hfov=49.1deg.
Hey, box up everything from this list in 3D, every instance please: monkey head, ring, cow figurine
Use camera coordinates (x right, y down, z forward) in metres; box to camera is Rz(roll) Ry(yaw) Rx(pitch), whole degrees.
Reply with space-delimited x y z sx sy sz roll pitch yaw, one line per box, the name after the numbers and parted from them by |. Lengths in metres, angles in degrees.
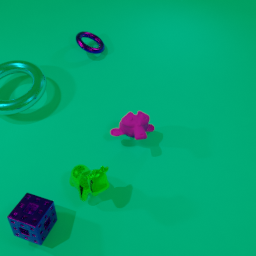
0.202 0.039 7.470 1.278 0.770 0.919 -7 59 -15 | monkey head
-1.307 -2.972 9.738 1.064 0.213 1.064 18 45 -19 | ring
-0.949 1.190 6.699 0.666 1.195 1.214 -19 45 -36 | cow figurine
-3.463 -1.262 8.414 2.019 0.404 2.019 -1 57 2 | ring

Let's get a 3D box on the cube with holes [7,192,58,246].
-2.143 2.058 6.372 0.718 0.718 0.718 13 39 14 | cube with holes
